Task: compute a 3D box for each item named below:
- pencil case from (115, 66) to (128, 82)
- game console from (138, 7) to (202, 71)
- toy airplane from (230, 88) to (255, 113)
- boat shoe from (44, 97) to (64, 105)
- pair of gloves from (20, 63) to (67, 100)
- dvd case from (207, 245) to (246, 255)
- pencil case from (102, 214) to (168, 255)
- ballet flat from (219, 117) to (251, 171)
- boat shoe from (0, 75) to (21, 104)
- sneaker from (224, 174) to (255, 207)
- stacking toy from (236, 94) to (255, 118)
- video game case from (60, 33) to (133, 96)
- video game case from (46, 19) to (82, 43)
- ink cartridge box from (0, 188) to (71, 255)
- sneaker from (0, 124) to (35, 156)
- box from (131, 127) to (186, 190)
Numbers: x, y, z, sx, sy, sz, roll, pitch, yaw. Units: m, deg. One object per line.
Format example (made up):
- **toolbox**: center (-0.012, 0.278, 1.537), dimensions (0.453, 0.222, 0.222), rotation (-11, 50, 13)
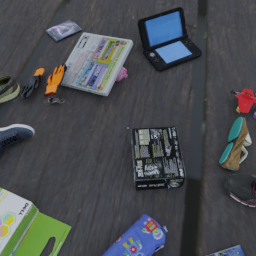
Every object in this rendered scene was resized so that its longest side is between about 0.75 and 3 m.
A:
- **pencil case**: center (-0.625, -2.583, 11.514), dimensions (0.658, 0.658, 1.505), rotation (-27, 60, -17)
- **game console**: center (1.807, -3.787, 11.892), dimensions (2.281, 1.328, 2.006), rotation (-23, 59, -14)
- **toy airplane**: center (4.673, -0.985, 10.291), dimensions (1.890, 0.348, 1.890), rotation (9, 41, -8)
- **boat shoe**: center (-2.835, -1.065, 10.660), dimensions (0.800, 0.228, 0.268), rotation (-5, 70, 2)
- **pair of gloves**: center (-3.229, -1.807, 10.687), dimensions (1.922, 0.238, 1.713), rotation (-5, 52, 27)
- **dvd case**: center (2.464, 3.944, 7.346), dimensions (1.718, 0.151, 1.226), rotation (-13, 58, -9)
- **pencil case**: center (0.036, 3.313, 7.337), dimensions (2.266, 0.884, 0.984), rotation (-38, 76, -23)
- **ballet flat**: center (3.715, 0.574, 9.394), dimensions (0.741, 0.695, 2.049), rotation (33, 60, -3)
- **boat shoe**: center (-5.435, -1.190, 10.365), dimensions (2.777, 0.913, 0.992), rotation (-29, 59, -19)
- **sneaker**: center (4.316, 1.708, 7.981), dimensions (2.771, 1.601, 1.049), rotation (17, 57, 11)
- **stacking toy**: center (5.035, -0.737, 10.386), dimensions (1.690, 0.397, 1.274), rotation (-34, 62, -22)
- **video game case**: center (-1.335, -2.620, 11.197), dimensions (2.353, 0.285, 2.585), rotation (16, 70, 22)
- **video game case**: center (-3.009, -4.572, 13.153), dimensions (1.397, 0.133, 0.998), rotation (-34, 62, -20)
- **ink cartridge box**: center (-2.962, 2.872, 7.649), dimensions (2.242, 0.849, 1.657), rotation (19, 58, 14)
- **sneaker**: center (-4.070, 0.580, 9.224), dimensions (1.868, 0.710, 1.350), rotation (-8, 46, 5)
- **box**: center (0.909, 0.952, 8.979), dimensions (1.520, 0.799, 1.857), rotation (-3, 56, -2)
